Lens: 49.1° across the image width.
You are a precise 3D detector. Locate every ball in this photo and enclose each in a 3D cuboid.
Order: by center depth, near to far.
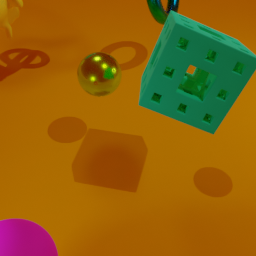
[{"bbox_3d":[-1.547,1.838,3.665,1.244,1.244,1.244,0,49,0],"label":"ball"},{"bbox_3d":[-0.633,-1.190,6.241,0.990,0.990,0.990,0,49,0],"label":"ball"}]

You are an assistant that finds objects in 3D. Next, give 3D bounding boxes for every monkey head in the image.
[{"bbox_3d":[-3.422,-3.218,7.487,1.225,1.703,1.026,22,67,43],"label":"monkey head"}]

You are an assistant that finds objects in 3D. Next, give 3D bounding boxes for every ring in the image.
[{"bbox_3d":[1.048,-4.087,8.315,0.393,1.964,1.964,4,46,31],"label":"ring"}]

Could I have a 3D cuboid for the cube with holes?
[{"bbox_3d":[1.103,-1.004,4.871,1.372,1.372,1.372,21,29,-7],"label":"cube with holes"}]
